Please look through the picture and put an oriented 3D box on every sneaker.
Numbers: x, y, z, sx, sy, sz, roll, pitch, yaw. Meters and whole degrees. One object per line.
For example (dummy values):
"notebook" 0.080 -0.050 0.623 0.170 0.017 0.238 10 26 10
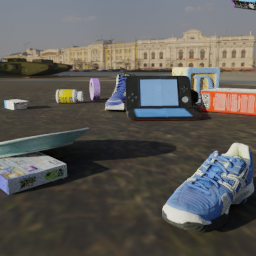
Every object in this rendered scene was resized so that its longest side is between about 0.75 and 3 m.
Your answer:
"sneaker" -0.263 -1.588 12.062 1.067 1.525 2.641 2 12 16
"sneaker" 1.019 0.663 3.424 0.687 0.699 1.814 12 18 39

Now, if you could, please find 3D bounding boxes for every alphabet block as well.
"alphabet block" 3.452 -2.253 14.557 1.846 1.836 1.880 -1 13 -14

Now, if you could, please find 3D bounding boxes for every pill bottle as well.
"pill bottle" -2.905 -1.577 14.004 1.244 0.692 0.692 0 12 2

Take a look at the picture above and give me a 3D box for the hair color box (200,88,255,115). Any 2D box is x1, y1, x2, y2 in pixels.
"hair color box" 4.549 -1.086 11.183 2.931 0.898 1.488 9 15 32

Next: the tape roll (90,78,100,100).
"tape roll" -1.835 -2.148 15.519 0.388 1.184 1.184 -2 12 -17

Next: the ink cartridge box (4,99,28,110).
"ink cartridge box" -4.819 -1.011 12.137 1.062 0.360 0.612 11 16 41

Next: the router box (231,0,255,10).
"router box" 3.689 -3.894 7.679 1.041 1.395 0.356 35 -2 45

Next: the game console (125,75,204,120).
"game console" 1.234 -1.163 10.280 2.598 2.239 1.542 0 -15 -3

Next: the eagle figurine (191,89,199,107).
"eagle figurine" 2.659 -1.228 11.871 0.683 0.900 0.679 4 12 19

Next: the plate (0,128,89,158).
"plate" -1.782 0.300 5.324 2.137 0.273 2.137 -9 1 0

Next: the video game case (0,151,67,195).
"video game case" -1.656 0.670 4.487 0.944 0.237 1.041 -11 16 -42
